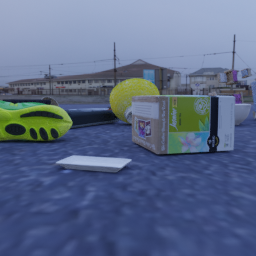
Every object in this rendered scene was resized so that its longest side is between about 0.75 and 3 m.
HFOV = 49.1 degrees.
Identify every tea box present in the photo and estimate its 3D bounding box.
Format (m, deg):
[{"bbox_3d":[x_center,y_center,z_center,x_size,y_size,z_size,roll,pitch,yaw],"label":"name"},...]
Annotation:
[{"bbox_3d":[0.903,-0.122,5.052,1.388,0.943,1.411,-3,7,-16],"label":"tea box"}]

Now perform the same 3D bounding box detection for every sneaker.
[{"bbox_3d":[-2.468,-0.137,6.075,2.594,0.961,1.084,8,0,5],"label":"sneaker"}]

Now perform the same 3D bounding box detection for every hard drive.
[{"bbox_3d":[-1.864,-0.367,9.778,2.000,0.471,2.867,3,7,29],"label":"hard drive"}]

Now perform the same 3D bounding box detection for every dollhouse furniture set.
[{"bbox_3d":[4.909,-1.545,11.638,1.692,2.448,2.593,-3,-5,-28],"label":"dollhouse furniture set"}]

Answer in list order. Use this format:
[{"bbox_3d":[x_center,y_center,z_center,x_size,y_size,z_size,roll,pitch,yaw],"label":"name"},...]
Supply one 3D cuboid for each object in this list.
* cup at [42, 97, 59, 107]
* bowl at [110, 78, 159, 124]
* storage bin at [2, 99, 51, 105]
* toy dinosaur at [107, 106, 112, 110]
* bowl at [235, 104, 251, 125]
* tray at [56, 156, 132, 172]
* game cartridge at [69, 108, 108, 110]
[{"bbox_3d":[-4.013,-0.945,13.900,0.991,0.991,0.709,-6,-25,-45],"label":"cup"},{"bbox_3d":[0.265,-0.677,9.362,1.753,1.753,0.943,-1,46,-6],"label":"bowl"},{"bbox_3d":[-4.349,-0.797,12.049,1.907,0.894,1.289,-2,6,-23],"label":"storage bin"},{"bbox_3d":[-0.421,-0.638,12.269,1.625,0.830,1.103,15,19,-8],"label":"toy dinosaur"},{"bbox_3d":[3.231,-0.514,10.075,1.940,0.725,1.943,1,7,7],"label":"bowl"},{"bbox_3d":[-0.427,0.461,3.574,0.869,0.096,0.467,2,5,17],"label":"tray"},{"bbox_3d":[-1.538,-0.699,13.342,1.617,0.504,2.429,9,10,34],"label":"game cartridge"}]
